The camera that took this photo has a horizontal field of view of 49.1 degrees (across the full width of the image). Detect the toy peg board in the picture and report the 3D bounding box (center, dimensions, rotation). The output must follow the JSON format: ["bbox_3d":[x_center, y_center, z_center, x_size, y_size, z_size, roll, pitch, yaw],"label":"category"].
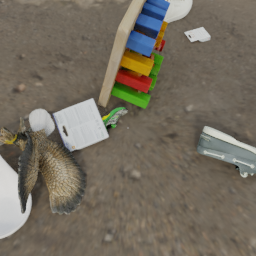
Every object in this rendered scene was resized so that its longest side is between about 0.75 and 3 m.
[{"bbox_3d":[0.476,-2.315,8.279,1.446,2.944,2.957,22,54,-3],"label":"toy peg board"}]

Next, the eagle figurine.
[{"bbox_3d":[-2.141,0.849,6.644,1.791,1.782,2.361,-28,46,-32],"label":"eagle figurine"}]

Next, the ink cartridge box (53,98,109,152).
[{"bbox_3d":[-1.295,-0.064,7.720,1.205,0.261,1.183,-22,82,-6],"label":"ink cartridge box"}]

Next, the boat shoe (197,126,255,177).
[{"bbox_3d":[2.993,0.818,7.222,2.530,0.921,0.782,27,101,11],"label":"boat shoe"}]

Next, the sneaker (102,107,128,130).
[{"bbox_3d":[-0.405,-0.226,8.142,1.031,0.402,0.439,-37,68,-14],"label":"sneaker"}]

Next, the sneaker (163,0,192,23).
[{"bbox_3d":[1.689,-5.010,11.237,1.051,1.222,2.886,35,59,26],"label":"sneaker"}]

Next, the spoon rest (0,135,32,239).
[{"bbox_3d":[-3.177,1.232,6.681,1.428,0.871,2.875,-19,54,-13],"label":"spoon rest"}]

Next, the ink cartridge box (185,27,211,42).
[{"bbox_3d":[2.662,-3.532,10.773,0.803,0.201,0.651,-19,55,-5],"label":"ink cartridge box"}]
